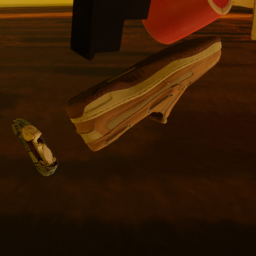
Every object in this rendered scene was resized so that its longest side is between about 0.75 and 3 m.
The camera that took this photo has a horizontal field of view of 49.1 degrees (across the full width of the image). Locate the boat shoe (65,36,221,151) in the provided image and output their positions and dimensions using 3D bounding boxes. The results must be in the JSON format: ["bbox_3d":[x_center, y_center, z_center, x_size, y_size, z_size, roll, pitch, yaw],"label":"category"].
[{"bbox_3d":[0.398,-0.546,4.462,2.681,1.021,0.961,-28,19,-9],"label":"boat shoe"}]

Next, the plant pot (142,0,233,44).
[{"bbox_3d":[1.753,-3.895,8.270,2.341,2.341,2.072,-25,16,-39],"label":"plant pot"}]

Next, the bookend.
[{"bbox_3d":[-0.282,-2.302,5.694,1.561,1.552,0.719,-18,42,-38],"label":"bookend"}]

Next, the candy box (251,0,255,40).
[{"bbox_3d":[1.971,-1.950,3.679,0.431,1.010,1.204,11,58,26],"label":"candy box"}]

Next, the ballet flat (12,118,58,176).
[{"bbox_3d":[-1.305,0.228,4.033,0.357,0.962,0.357,-34,2,1],"label":"ballet flat"}]
